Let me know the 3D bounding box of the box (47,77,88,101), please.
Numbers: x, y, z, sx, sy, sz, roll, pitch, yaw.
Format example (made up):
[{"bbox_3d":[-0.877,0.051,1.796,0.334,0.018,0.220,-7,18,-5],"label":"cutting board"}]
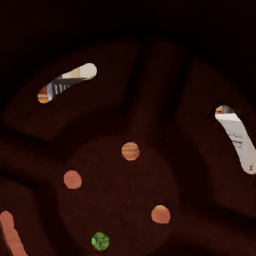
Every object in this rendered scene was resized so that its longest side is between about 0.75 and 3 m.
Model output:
[{"bbox_3d":[-1.760,-0.684,9.196,1.635,1.883,2.850,-5,10,-16],"label":"box"}]

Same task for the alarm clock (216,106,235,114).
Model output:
[{"bbox_3d":[5.241,-0.742,13.808,2.466,0.821,1.663,10,12,43],"label":"alarm clock"}]

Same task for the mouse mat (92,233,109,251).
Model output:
[{"bbox_3d":[-0.410,1.087,2.858,0.777,0.036,0.965,-1,7,-8],"label":"mouse mat"}]

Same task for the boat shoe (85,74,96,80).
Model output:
[{"bbox_3d":[-1.146,-0.466,7.250,0.839,2.354,0.709,30,-29,7],"label":"boat shoe"}]

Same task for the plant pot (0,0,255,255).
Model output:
[{"bbox_3d":[-0.284,0.354,0.426,2.444,2.444,2.377,1,0,11],"label":"plant pot"}]

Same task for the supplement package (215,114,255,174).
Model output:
[{"bbox_3d":[2.232,0.301,4.864,1.904,1.056,1.483,-4,8,-21],"label":"supplement package"}]
